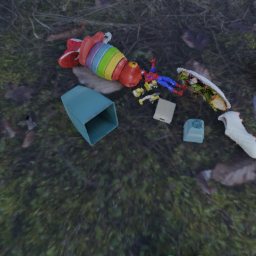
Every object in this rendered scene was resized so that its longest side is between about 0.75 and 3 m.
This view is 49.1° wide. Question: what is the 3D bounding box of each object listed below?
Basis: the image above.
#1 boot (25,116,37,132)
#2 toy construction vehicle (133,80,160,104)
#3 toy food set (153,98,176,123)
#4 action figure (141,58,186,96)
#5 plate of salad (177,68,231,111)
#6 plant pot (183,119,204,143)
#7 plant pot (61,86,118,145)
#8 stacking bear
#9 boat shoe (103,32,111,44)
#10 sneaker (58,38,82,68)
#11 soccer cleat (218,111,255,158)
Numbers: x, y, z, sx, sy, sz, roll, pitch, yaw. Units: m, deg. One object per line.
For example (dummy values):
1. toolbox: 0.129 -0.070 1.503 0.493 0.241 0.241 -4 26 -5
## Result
1. boot: -3.379 -0.208 9.767 0.265 0.499 0.758 -16 21 -9
2. toy construction vehicle: 0.887 -1.601 12.377 1.193 0.420 1.039 -20 61 -11
3. toy food set: 1.560 -0.747 11.975 0.752 0.317 1.048 20 62 -2
4. action figure: 1.529 -2.315 12.471 2.217 1.097 0.724 23 61 16
5. plate of salad: 2.887 -1.471 11.058 2.552 2.552 0.613 40 96 21
6. plant pot: 2.663 0.036 11.184 0.767 0.783 0.769 6 59 4
7. plant pot: -1.678 -0.697 11.285 1.453 1.454 2.057 -38 59 -21
8. stacking bear: -0.651 -2.840 12.520 2.764 1.572 1.679 33 38 7
9. boat shoe: -1.121 -4.574 14.241 0.338 0.294 0.917 23 62 13
10. sneaker: -2.782 -3.651 13.541 1.145 0.776 1.981 32 51 27
11. soccer cleat: 4.365 0.289 11.097 0.872 0.779 2.249 -15 53 -3
